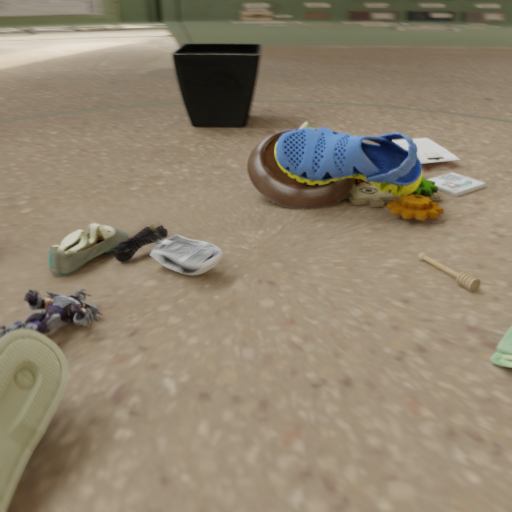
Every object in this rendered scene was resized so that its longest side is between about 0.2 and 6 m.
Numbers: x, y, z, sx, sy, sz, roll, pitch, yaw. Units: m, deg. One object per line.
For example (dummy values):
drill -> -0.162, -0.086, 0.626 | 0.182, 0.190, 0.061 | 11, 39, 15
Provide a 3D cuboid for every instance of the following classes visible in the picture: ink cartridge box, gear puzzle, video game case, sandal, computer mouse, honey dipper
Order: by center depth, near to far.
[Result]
honey dipper -> 2.683, 0.188, 7.925 | 0.207, 0.207, 1.089 | -13, 29, -24
computer mouse -> -1.202, -0.015, 8.104 | 1.635, 0.359, 0.896 | 18, 39, 32
sandal -> 1.664, -1.764, 9.644 | 2.690, 1.069, 1.171 | 5, -11, -1
gear puzzle -> 2.450, -1.512, 10.861 | 1.907, 0.482, 3.682 | -4, 28, -7
video game case -> 3.926, -1.427, 11.115 | 0.899, 0.107, 0.819 | -18, 32, -30
ink cartridge box -> 3.711, -2.250, 12.566 | 1.088, 0.336, 1.341 | -8, 36, -16

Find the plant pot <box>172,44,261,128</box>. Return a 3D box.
plant pot -> -0.992, -4.657, 15.323 | 2.213, 1.968, 2.218 | 1, 28, 1

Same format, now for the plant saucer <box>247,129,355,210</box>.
plant saucer -> 0.866, -1.741, 10.568 | 2.073, 0.333, 2.073 | 1, 54, -2

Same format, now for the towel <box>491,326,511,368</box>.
towel -> 4.021, 1.153, 6.003 | 2.393, 0.280, 1.825 | 21, 34, 36

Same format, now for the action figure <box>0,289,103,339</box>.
action figure -> -2.438, 0.728, 6.577 | 0.948, 0.505, 1.457 | 5, 24, 22

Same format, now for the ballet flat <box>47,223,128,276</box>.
ballet flat -> -2.466, -0.214, 8.365 | 0.521, 0.492, 1.546 | 14, 30, 25

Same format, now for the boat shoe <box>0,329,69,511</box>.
boat shoe -> -2.501, 1.793, 4.341 | 0.947, 1.005, 2.799 | -30, 21, 30

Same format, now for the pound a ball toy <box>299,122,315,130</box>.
pound a ball toy -> 1.148, -1.880, 11.310 | 1.179, 0.768, 1.808 | 23, 42, 12
